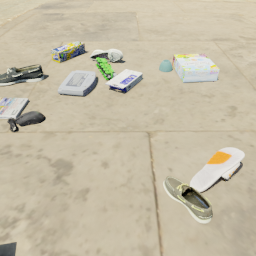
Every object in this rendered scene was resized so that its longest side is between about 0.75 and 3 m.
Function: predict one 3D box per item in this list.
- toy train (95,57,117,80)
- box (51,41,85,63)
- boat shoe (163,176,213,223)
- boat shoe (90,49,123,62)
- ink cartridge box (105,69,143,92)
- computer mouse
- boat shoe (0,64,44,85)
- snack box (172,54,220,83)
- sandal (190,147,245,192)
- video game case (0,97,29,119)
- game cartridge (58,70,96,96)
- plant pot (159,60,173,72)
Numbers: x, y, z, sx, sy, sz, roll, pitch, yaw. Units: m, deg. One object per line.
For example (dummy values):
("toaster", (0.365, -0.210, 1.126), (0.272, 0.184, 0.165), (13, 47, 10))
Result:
("toy train", (-1.267, -3.427, 16.108), (0.723, 0.535, 2.564), (-3, 34, -22))
("box", (-3.819, -4.906, 17.983), (0.783, 0.718, 2.234), (25, 42, 30))
("boat shoe", (1.769, 1.987, 8.374), (0.672, 0.562, 1.880), (-21, 40, -27))
("boat shoe", (-1.322, -4.427, 17.320), (2.123, 0.782, 0.681), (10, 43, 21))
("ink cartridge box", (-0.194, -2.456, 14.784), (1.097, 0.432, 2.205), (19, 38, 24))
("computer mouse", (-4.303, -0.394, 11.880), (1.527, 0.402, 1.057), (-18, 38, -23))
("boat shoe", (-5.980, -2.913, 15.063), (2.757, 0.832, 1.042), (-12, 37, -17))
("snack box", (3.768, -3.438, 15.849), (1.969, 0.790, 2.335), (-4, 37, -7))
("sandal", (2.906, 1.449, 9.197), (2.142, 0.614, 0.821), (-36, 37, -12))
("video game case", (-5.542, -0.924, 12.828), (1.477, 0.179, 1.623), (2, 36, 3))
("game cartridge", (-2.532, -2.354, 14.650), (1.549, 0.483, 2.326), (9, 36, 6))
("plant pot", (2.225, -3.683, 16.399), (0.803, 0.541, 0.803), (-1, 37, 1))
